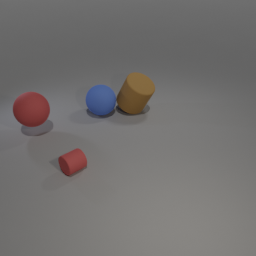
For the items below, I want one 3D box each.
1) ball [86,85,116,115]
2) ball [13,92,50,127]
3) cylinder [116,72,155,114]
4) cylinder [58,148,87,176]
[{"bbox_3d":[-1.240,-1.285,12.851,1.400,1.400,1.400,0,30,0],"label":"ball"},{"bbox_3d":[-3.828,-0.737,11.136,1.400,1.400,1.400,0,30,0],"label":"ball"},{"bbox_3d":[0.340,-1.591,12.934,1.400,1.400,1.400,14,49,-17],"label":"cylinder"},{"bbox_3d":[-1.844,1.128,9.362,0.700,0.700,0.700,-26,39,-38],"label":"cylinder"}]
